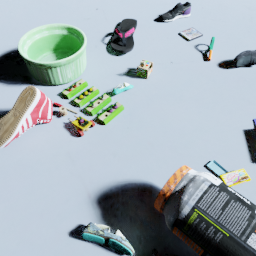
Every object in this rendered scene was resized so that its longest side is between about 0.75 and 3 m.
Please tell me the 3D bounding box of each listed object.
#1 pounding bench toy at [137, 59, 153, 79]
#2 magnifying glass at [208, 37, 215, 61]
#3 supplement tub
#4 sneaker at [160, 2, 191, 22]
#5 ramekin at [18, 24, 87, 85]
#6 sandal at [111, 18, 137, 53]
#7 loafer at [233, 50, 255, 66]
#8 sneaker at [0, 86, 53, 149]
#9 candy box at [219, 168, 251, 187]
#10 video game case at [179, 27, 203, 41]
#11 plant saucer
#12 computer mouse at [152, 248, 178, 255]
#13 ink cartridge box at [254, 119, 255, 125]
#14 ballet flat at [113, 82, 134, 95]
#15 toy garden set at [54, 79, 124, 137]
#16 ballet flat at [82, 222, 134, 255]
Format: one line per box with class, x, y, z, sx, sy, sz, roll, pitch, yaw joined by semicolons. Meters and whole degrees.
pounding bench toy;0.714;-2.535;11.440;0.491;0.790;0.616;20;54;16
magnifying glass;3.703;-3.522;12.485;0.150;0.532;1.337;12;63;5
supplement tub;2.205;2.322;6.864;2.942;1.803;1.803;36;60;25
sneaker;2.413;-5.997;14.245;1.749;0.766;0.662;-21;54;-16
ramekin;-2.958;-2.982;11.464;2.665;1.302;2.665;0;51;0
sandal;-0.156;-4.509;13.115;1.093;0.656;2.911;6;51;5
loafer;5.315;-2.959;11.878;1.847;0.627;0.648;-16;44;-17
sneaker;-3.542;-0.189;9.663;0.867;1.369;2.434;37;90;23
candy box;3.250;1.520;8.499;0.835;0.110;0.427;-14;50;-11
video game case;3.039;-4.518;13.479;0.847;0.108;0.765;-26;55;-20
plant saucer;2.939;1.413;8.707;0.349;0.095;0.999;-33;59;-24
computer mouse;1.000;3.249;6.907;0.917;0.644;0.211;20;98;15
ink cartridge box;5.441;0.333;9.368;1.923;0.457;1.946;1;53;1
ballet flat;-0.182;-1.584;10.893;0.950;0.334;0.320;-27;26;-26
toy garden set;-1.650;-0.866;10.293;2.363;0.471;1.970;34;59;24
ballet flat;-0.473;2.834;7.323;1.465;0.544;0.544;18;53;10
